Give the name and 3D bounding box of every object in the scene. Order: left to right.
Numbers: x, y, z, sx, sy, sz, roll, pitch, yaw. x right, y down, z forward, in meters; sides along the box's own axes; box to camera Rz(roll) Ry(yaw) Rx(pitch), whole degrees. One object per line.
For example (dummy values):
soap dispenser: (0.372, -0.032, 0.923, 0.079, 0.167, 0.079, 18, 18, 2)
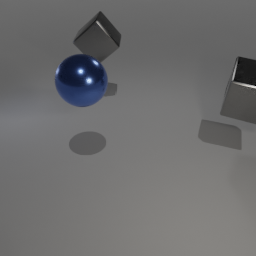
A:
ball: (-1.236, -1.255, 7.475, 1.400, 1.400, 1.400, 0, 31, 0)
cube: (-1.269, -3.789, 11.902, 1.400, 1.400, 1.400, -33, 29, 25)
cube: (3.841, -1.154, 8.754, 1.400, 1.400, 1.400, 16, 51, 14)
